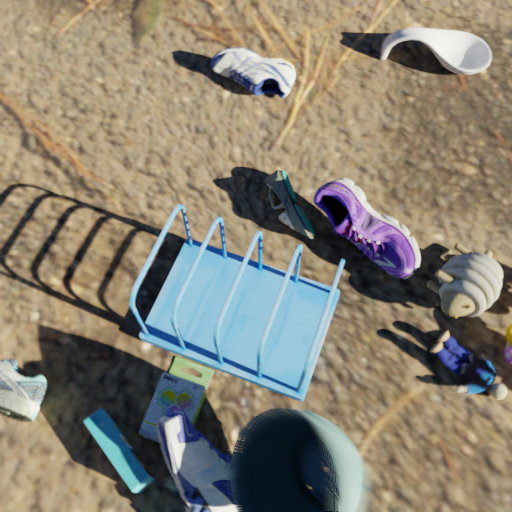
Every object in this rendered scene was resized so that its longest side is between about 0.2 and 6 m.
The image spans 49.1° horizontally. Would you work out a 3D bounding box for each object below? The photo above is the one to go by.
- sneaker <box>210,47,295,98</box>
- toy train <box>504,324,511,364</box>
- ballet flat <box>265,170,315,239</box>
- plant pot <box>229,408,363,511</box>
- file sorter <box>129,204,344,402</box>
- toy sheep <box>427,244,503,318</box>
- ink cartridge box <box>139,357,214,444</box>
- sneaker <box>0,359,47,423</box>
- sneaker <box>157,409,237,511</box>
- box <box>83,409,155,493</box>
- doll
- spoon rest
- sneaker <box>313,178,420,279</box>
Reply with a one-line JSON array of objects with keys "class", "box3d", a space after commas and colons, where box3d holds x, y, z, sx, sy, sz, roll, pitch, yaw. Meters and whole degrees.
[{"class": "sneaker", "box3d": [-0.111, -3.803, 11.736, 1.812, 0.682, 0.799, 10, 65, 5]}, {"class": "toy train", "box3d": [4.980, 1.364, 9.319, 1.728, 0.640, 2.301, 13, 68, 5]}, {"class": "ballet flat", "box3d": [0.595, -0.895, 10.512, 0.507, 0.536, 1.592, -30, 64, 16]}, {"class": "plant pot", "box3d": [0.694, 2.909, 7.449, 1.766, 1.183, 1.766, -9, 75, 37]}, {"class": "file sorter", "box3d": [-0.260, 0.673, 8.971, 2.934, 1.800, 2.036, 19, 65, 9]}, {"class": "toy sheep", "box3d": [3.625, 0.417, 9.532, 1.108, 1.108, 1.607, 35, 64, 15]}, {"class": "ink cartridge box", "box3d": [-1.246, 2.312, 8.945, 0.721, 0.412, 1.389, 17, 66, 8]}, {"class": "sneaker", "box3d": [-4.263, 2.016, 9.031, 1.866, 0.724, 0.806, 21, 54, 2]}, {"class": "sneaker", "box3d": [-0.607, 3.123, 8.235, 1.197, 0.837, 2.073, -21, 92, -22]}, {"class": "box", "box3d": [-2.091, 2.977, 8.554, 0.323, 0.540, 1.313, -38, 70, -16]}, {"class": "doll", "box3d": [3.491, 1.876, 9.170, 1.335, 0.323, 0.911, 40, 57, 10]}, {"class": "spoon rest", "box3d": [3.900, -4.453, 12.046, 2.297, 0.696, 1.141, 8, 65, 5]}, {"class": "sneaker", "box3d": [1.835, -0.394, 9.807, 2.242, 0.904, 0.935, 44, 40, 17]}]
